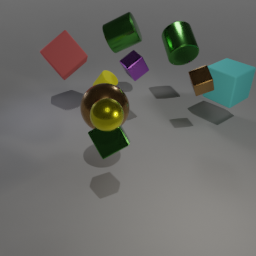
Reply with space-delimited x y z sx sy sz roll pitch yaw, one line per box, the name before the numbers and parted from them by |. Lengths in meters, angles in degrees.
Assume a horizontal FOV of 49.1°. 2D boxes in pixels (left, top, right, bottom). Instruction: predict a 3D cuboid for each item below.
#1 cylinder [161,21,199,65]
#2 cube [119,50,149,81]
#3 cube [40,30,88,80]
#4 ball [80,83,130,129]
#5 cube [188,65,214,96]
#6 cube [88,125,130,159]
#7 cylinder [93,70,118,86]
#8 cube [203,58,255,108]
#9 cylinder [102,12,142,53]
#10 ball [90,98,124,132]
cylinder | 2.350 -3.807 12.666 1.400 1.400 1.400 -7 65 -11
cube | 0.235 -2.324 10.439 0.700 0.700 0.700 -38 47 0
cube | -2.734 -3.093 12.119 1.400 1.400 1.400 -42 10 -4
ball | -0.654 -0.576 7.993 1.400 1.400 1.400 0 31 0
cube | 2.673 -1.712 10.199 0.700 0.700 0.700 -18 60 12
cube | -0.417 0.218 6.493 0.700 0.700 0.700 -29 2 2
cylinder | -0.837 -1.650 10.384 0.700 0.700 0.700 28 38 -24
cube | 4.168 -1.898 11.659 1.400 1.400 1.400 -26 42 -31
cylinder | -0.250 -4.372 12.896 1.400 1.400 1.400 -20 26 17
ball | -0.434 -0.267 5.788 0.700 0.700 0.700 0 31 0
